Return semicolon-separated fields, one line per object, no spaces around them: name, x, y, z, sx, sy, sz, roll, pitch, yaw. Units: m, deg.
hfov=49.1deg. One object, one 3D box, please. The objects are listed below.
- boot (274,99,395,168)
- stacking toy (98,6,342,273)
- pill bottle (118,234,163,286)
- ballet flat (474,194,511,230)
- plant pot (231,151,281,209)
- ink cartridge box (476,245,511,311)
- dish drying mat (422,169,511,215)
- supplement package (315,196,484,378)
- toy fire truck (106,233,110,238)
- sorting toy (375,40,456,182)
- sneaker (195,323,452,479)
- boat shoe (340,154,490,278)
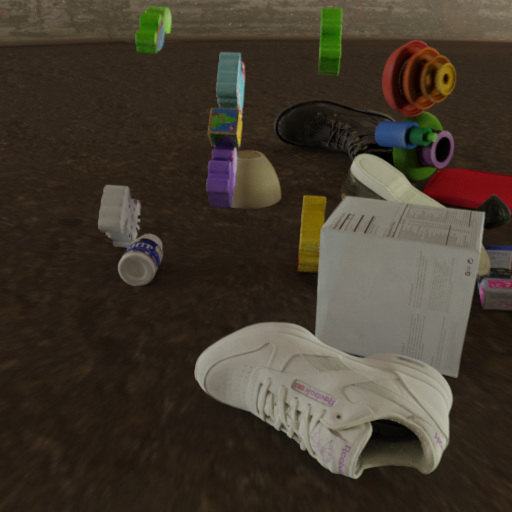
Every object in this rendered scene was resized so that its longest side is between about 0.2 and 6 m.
boot;2.175;-2.719;12.903;3.453;1.196;3.006;2;25;-1
stacking toy;-0.416;-1.939;8.591;3.184;4.223;0.992;5;-15;5
pill bottle;-1.628;0.024;8.070;0.513;0.513;0.856;1;25;2
ballet flat;3.311;-0.628;8.833;0.577;0.494;1.737;-24;4;-20
plant pot;-0.157;-1.547;10.873;1.299;0.872;1.299;1;26;0
ink cartridge box;3.614;0.228;7.785;1.018;0.358;1.705;2;24;15
dish drying mat;5.423;-1.068;10.428;4.283;0.390;1.645;14;30;25
supplement package;1.615;0.279;6.373;1.597;1.527;1.174;10;28;20
toy fire truck;-2.283;-0.521;9.283;0.999;0.243;0.704;3;59;47
sorting toy;3.134;-2.480;10.247;1.653;2.751;1.129;-40;35;-23
sneaker;0.526;1.285;5.041;2.414;0.904;1.202;7;27;14
boat shoe;2.182;-0.444;7.904;2.387;0.713;0.853;45;45;17
